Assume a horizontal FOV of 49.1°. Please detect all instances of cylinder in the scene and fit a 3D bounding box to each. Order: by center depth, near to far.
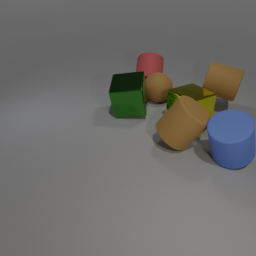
[{"bbox_3d":[3.338,0.366,9.017,1.400,1.400,1.400,-13,44,13],"label":"cylinder"},{"bbox_3d":[1.928,-0.171,9.804,1.400,1.400,1.400,27,34,-20],"label":"cylinder"},{"bbox_3d":[4.098,-2.008,12.140,1.400,1.400,1.400,20,35,15],"label":"cylinder"},{"bbox_3d":[1.127,-2.996,14.655,1.400,1.400,1.400,5,73,8],"label":"cylinder"}]

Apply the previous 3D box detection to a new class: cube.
[{"bbox_3d":[2.545,-0.859,11.527,1.400,1.400,1.400,-17,35,-27],"label":"cube"},{"bbox_3d":[0.061,-1.433,12.075,1.400,1.400,1.400,-4,42,10],"label":"cube"}]

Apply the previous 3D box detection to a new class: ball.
[{"bbox_3d":[1.428,-1.939,13.363,1.400,1.400,1.400,0,30,0],"label":"ball"}]
